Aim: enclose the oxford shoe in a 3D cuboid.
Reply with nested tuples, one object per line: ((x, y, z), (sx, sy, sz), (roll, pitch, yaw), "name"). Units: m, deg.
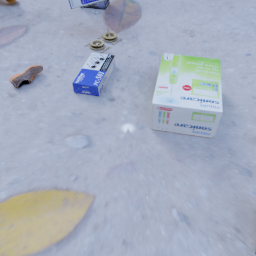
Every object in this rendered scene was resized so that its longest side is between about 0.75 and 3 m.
((-3.006, -1.548, 8.536), (1.096, 0.391, 0.400), (-38, 75, -24), "oxford shoe")

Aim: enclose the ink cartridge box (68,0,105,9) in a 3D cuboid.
((-0.894, -4.523, 8.737), (2.209, 1.046, 0.410), (-9, 24, 14), "ink cartridge box")

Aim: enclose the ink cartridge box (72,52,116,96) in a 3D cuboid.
((-0.996, -1.684, 8.596), (0.807, 0.380, 1.717), (10, 47, 11), "ink cartridge box")

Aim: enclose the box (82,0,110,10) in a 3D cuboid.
((-1.518, -5.904, 12.038), (1.271, 1.261, 0.783), (9, 47, 10), "box")

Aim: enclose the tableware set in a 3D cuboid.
((-0.888, -3.205, 10.144), (0.836, 0.253, 1.264), (29, 53, 25), "tableware set")

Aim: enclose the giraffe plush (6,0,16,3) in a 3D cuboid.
((-6.139, -5.840, 11.839), (2.245, 1.937, 1.820), (33, 75, 14), "giraffe plush")

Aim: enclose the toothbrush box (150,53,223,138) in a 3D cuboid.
((1.567, -0.942, 7.480), (1.640, 0.969, 2.252), (9, 48, 9), "toothbrush box")
